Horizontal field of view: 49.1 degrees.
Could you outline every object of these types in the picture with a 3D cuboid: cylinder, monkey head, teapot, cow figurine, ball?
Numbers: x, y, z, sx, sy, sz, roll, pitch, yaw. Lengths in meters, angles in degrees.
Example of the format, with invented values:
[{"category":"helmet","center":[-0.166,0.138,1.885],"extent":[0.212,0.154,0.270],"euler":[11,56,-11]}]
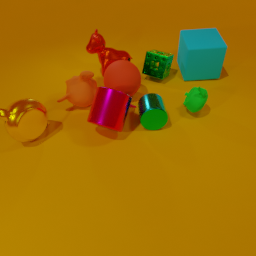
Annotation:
[{"category":"cylinder","center":[0.734,-0.494,8.406],"extent":[0.821,0.821,0.821],"euler":[-2,40,-3]},{"category":"monkey head","center":[-1.405,-1.224,8.941],"extent":[1.694,1.219,1.021],"euler":[-3,81,-24]},{"category":"teapot","center":[2.068,-0.933,8.656],"extent":[0.645,1.318,0.819],"euler":[28,70,-5]},{"category":"teapot","center":[-2.919,-0.276,7.699],"extent":[0.969,1.231,1.980],"euler":[23,3,34]},{"category":"cylinder","center":[-0.521,-0.517,7.945],"extent":[1.043,1.043,1.043],"euler":[17,-3,1]},{"category":"cow figurine","center":[-0.681,-2.751,10.343],"extent":[1.722,1.694,0.945],"euler":[-1,25,-5]},{"category":"ball","center":[-0.190,-1.632,9.429],"extent":[1.275,1.275,1.275],"euler":[0,40,0]},{"category":"teapot","center":[-0.205,-0.761,8.829],"extent":[0.600,0.762,1.226],"euler":[14,2,-33]}]

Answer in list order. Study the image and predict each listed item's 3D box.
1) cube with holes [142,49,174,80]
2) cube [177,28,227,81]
[{"category":"cube with holes","center":[1.125,-2.399,10.485],"extent":[0.833,0.833,0.833],"euler":[20,26,17]},{"category":"cube","center":[2.713,-2.767,10.537],"extent":[1.383,1.383,1.383],"euler":[-4,47,-2]}]
